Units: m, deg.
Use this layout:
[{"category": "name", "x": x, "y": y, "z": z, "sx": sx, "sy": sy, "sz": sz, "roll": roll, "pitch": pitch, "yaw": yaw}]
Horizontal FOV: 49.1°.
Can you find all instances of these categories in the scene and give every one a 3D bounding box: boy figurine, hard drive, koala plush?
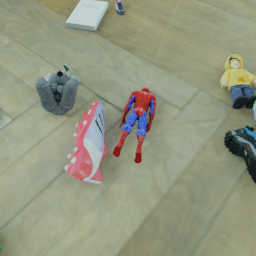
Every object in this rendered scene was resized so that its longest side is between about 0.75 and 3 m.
[{"category": "boy figurine", "x": 3.533, "y": -1.507, "z": 8.826, "sx": 1.240, "sy": 0.642, "sz": 1.994, "roll": 0, "pitch": 56, "yaw": 3}, {"category": "hard drive", "x": -1.634, "y": -4.644, "z": 11.435, "sx": 1.214, "sy": 0.246, "sz": 1.840, "roll": 11, "pitch": 53, "yaw": 8}, {"category": "koala plush", "x": -2.034, "y": -1.174, "z": 8.233, "sx": 1.166, "sy": 1.208, "sz": 1.315, "roll": 0, "pitch": 44, "yaw": -10}]

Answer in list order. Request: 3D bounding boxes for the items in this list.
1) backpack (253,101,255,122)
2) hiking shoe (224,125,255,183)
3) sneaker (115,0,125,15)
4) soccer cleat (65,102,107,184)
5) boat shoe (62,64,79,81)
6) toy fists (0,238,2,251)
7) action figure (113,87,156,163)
[{"category": "backpack", "x": 4.708, "y": -0.485, "z": 7.479, "sx": 2.488, "sy": 1.913, "sz": 2.029, "roll": 7, "pitch": 56, "yaw": -17}, {"category": "hiking shoe", "x": 3.373, "y": 0.728, "z": 7.024, "sx": 0.902, "sy": 0.774, "sz": 2.081, "roll": -20, "pitch": 55, "yaw": -13}, {"category": "sneaker", "x": -0.368, "y": -5.109, "z": 11.698, "sx": 0.330, "sy": 0.386, "sz": 0.942, "roll": -13, "pitch": 54, "yaw": -10}, {"category": "soccer cleat", "x": -0.926, "y": 0.333, "z": 7.440, "sx": 0.961, "sy": 0.838, "sz": 2.513, "roll": 32, "pitch": 40, "yaw": -22}, {"category": "boat shoe", "x": -1.924, "y": -1.776, "z": 9.236, "sx": 0.325, "sy": 0.280, "sz": 0.902, "roll": -34, "pitch": 60, "yaw": -23}, {"category": "toy fists", "x": -3.070, "y": 2.778, "z": 5.640, "sx": 0.772, "sy": 0.521, "sz": 1.515, "roll": -1, "pitch": 52, "yaw": -1}, {"category": "action figure", "x": 0.263, "y": -0.266, "z": 7.865, "sx": 0.898, "sy": 0.709, "sz": 2.744, "roll": 14, "pitch": 49, "yaw": 4}]
